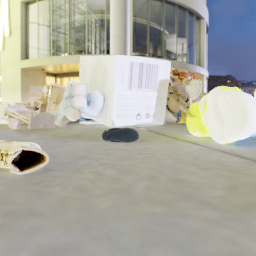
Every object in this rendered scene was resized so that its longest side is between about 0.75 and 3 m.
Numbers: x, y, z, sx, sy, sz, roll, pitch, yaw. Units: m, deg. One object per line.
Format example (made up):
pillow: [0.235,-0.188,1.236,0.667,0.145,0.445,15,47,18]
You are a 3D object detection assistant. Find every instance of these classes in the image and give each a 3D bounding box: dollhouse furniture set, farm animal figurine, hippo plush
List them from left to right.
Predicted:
dollhouse furniture set: [-3.306,-0.938,9.546,2.261,1.294,2.651,20,13,31]
hippo plush: [-1.437,-0.625,9.078,1.323,1.645,1.311,14,30,-38]
farm animal figurine: [1.555,-1.312,11.485,1.468,2.816,2.785,35,20,-25]

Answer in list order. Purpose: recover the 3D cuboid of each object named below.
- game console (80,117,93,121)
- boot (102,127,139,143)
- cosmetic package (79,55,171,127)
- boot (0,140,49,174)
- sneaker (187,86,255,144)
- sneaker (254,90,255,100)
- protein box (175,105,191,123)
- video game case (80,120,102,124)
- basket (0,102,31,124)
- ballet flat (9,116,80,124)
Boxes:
game console: [-1.739,-0.980,14.535,1.262,1.821,2.133,33,21,28]
boot: [-0.134,0.128,5.794,0.793,0.293,0.649,-3,3,10]
cosmetic package: [-0.269,-1.489,10.708,2.368,2.370,2.872,-2,13,-32]
boot: [-1.353,0.321,3.057,0.883,0.321,0.686,2,3,-26]
sneaker: [2.269,-0.266,5.749,1.486,1.072,2.830,0,3,-5]
sneaker: [5.247,-0.845,10.365,1.063,1.519,2.631,-1,4,0]
protein box: [2.662,-0.544,11.467,1.065,0.719,1.058,3,3,39]
video game case: [-1.371,-0.244,11.687,1.036,0.121,0.942,-3,5,-30]
basket: [-4.990,-0.667,12.156,0.982,0.893,1.448,3,4,25]
ballet flat: [-3.347,-0.487,11.339,2.808,0.651,0.946,-1,5,-10]
